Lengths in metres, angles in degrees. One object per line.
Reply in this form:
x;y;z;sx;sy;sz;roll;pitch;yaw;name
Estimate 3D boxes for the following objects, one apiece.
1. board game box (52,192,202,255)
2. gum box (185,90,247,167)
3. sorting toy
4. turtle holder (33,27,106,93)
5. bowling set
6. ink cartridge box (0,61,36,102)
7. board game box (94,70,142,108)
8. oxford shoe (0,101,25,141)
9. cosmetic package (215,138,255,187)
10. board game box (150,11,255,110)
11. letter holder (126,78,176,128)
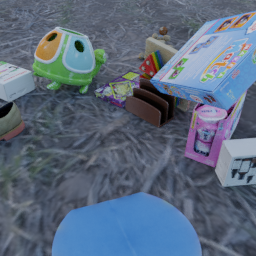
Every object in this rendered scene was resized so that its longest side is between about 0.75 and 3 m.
-0.035;2.131;4.945;2.514;0.489;1.986;-9;32;-22;board game box
2.359;-0.275;7.359;0.833;1.430;2.520;20;41;25;gum box
1.077;-1.510;8.551;0.641;1.831;1.842;-36;58;-28;sorting toy
-1.874;-2.331;9.695;2.590;1.839;1.968;10;22;-23;turtle holder
1.273;-3.850;12.397;1.037;1.344;1.931;16;35;22;bowling set
-4.328;-1.675;9.881;1.675;0.703;1.213;21;41;26;ink cartridge box
-0.052;-1.432;9.929;1.234;0.332;2.057;21;41;33;board game box
-3.880;0.125;7.224;0.895;0.950;2.541;18;40;23;oxford shoe
3.300;0.743;6.390;2.366;0.976;0.599;-4;39;-5;cosmetic package
1.069;-0.879;3.447;1.257;0.304;1.662;-46;20;-2;board game box
0.661;-0.825;8.481;1.409;1.001;0.708;31;46;34;letter holder
